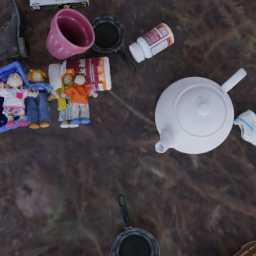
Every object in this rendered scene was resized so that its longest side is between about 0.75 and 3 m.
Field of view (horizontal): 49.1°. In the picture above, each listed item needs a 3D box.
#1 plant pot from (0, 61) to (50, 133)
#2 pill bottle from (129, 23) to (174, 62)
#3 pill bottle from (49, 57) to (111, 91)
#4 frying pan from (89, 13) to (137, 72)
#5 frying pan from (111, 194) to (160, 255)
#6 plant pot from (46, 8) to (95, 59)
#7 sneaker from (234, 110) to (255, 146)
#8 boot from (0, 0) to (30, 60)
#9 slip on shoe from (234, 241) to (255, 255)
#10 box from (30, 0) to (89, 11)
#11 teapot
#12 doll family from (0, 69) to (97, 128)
[{"bbox_3d":[-3.951,-1.009,9.829,1.877,1.687,1.877,-27,92,1],"label":"plant pot"},{"bbox_3d":[0.882,-3.195,10.591,1.549,0.849,0.849,-32,85,-3],"label":"pill bottle"},{"bbox_3d":[-1.722,-1.915,10.259,2.118,1.209,1.209,-6,84,-1],"label":"pill bottle"},{"bbox_3d":[-0.437,-3.392,10.837,2.601,0.423,1.574,30,86,1],"label":"frying pan"},{"bbox_3d":[-0.088,3.989,10.010,1.721,0.463,2.844,-37,83,-5],"label":"frying pan"},{"bbox_3d":[-2.073,-3.029,9.465,1.444,1.292,1.444,18,62,-36],"label":"plant pot"},{"bbox_3d":[4.686,0.312,10.336,0.769,0.729,1.905,-32,80,8],"label":"sneaker"},{"bbox_3d":[-5.004,-3.570,10.624,2.191,0.871,2.516,-9,86,-2],"label":"boot"},{"bbox_3d":[4.162,4.769,9.835,2.296,0.696,0.873,-25,39,-14],"label":"slip on shoe"},{"bbox_3d":[-2.723,-5.368,11.056,2.238,0.389,1.232,-4,84,0],"label":"box"},{"bbox_3d":[2.412,-0.543,9.627,2.957,2.188,2.996,4,83,0],"label":"teapot"},{"bbox_3d":[-2.467,-0.945,8.738,2.953,1.331,1.833,-2,81,-11],"label":"doll family"}]
